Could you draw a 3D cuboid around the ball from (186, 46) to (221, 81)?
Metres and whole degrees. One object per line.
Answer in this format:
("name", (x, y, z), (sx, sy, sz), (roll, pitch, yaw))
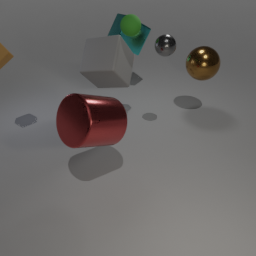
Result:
("ball", (3.096, -2.667, 11.595), (1.400, 1.400, 1.400), (0, 31, 0))

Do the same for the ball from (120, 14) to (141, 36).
("ball", (0.091, -3.418, 9.329), (0.700, 0.700, 0.700), (0, 31, 0))

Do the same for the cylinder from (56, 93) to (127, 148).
("cylinder", (-0.973, -0.188, 7.589), (1.400, 1.400, 1.400), (27, 18, 37))

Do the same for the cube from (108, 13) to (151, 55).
("cube", (0.001, -4.616, 13.797), (1.400, 1.400, 1.400), (18, 16, -31))

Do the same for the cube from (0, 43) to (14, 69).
("cube", (-4.253, -2.379, 8.994), (0.700, 0.700, 0.700), (-45, 10, -4))

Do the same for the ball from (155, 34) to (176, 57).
("ball", (1.212, -2.669, 9.062), (0.700, 0.700, 0.700), (0, 31, 0))

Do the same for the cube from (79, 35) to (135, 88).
("cube", (-0.734, -2.399, 10.372), (1.400, 1.400, 1.400), (2, 74, 25))
